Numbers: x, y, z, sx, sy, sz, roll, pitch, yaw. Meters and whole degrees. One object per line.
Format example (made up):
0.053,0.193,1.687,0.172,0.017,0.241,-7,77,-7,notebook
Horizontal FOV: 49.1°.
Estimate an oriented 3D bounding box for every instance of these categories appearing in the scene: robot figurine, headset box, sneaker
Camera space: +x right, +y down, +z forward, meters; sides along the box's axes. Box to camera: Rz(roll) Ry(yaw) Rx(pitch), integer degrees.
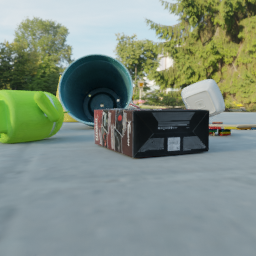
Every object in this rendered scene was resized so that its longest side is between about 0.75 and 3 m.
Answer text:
-2.192,-0.255,6.025,1.636,1.079,1.865,-8,-1,38,robot figurine
0.277,0.006,4.978,1.395,0.704,1.877,-2,4,-25,headset box
-0.262,-1.338,13.521,0.986,2.400,0.934,-36,-20,-14,sneaker

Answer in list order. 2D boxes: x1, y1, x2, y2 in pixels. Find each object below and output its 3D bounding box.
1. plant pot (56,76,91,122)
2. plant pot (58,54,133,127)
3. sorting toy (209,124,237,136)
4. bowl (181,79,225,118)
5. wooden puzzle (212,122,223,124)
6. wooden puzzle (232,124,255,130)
-2.829,-1.550,15.083,2.551,2.400,2.551,-1,4,0,plant pot
-1.067,-1.083,10.334,2.466,2.466,2.317,0,-11,0,plant pot
2.335,0.058,7.345,0.775,0.272,1.607,0,4,1,sorting toy
2.689,-0.943,10.166,1.384,1.382,0.517,-18,17,33,bowl
2.816,-0.305,12.879,2.919,0.205,1.731,1,4,13,wooden puzzle
3.919,-0.034,9.539,0.925,0.186,1.000,-1,0,-5,wooden puzzle
